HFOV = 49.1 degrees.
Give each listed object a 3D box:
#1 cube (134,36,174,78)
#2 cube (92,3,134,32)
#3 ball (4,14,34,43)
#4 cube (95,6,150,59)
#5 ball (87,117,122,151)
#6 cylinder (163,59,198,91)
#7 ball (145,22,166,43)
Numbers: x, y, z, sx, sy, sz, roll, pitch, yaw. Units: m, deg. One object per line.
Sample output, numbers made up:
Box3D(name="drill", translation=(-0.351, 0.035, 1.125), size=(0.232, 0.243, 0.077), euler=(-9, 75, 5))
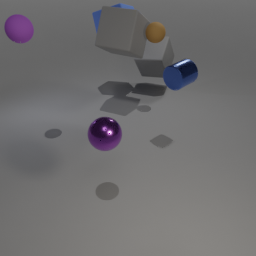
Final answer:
Box3D(name="cube", translation=(1.297, -3.414, 13.529), size=(1.400, 1.400, 1.400), euler=(9, 68, 25))
Box3D(name="cube", translation=(-0.494, -4.462, 12.238), size=(1.400, 1.400, 1.400), euler=(-6, 14, 26))
Box3D(name="ball", translation=(-2.769, -2.519, 7.135), size=(0.700, 0.700, 0.700), euler=(0, 29, 0))
Box3D(name="cube", translation=(-0.171, -3.452, 10.228), size=(1.400, 1.400, 1.400), euler=(16, 9, 21))
Box3D(name="ball", translation=(-0.468, 0.120, 5.676), size=(0.700, 0.700, 0.700), euler=(0, 29, 0))
Box3D(name="cylinder", translation=(1.448, -1.474, 7.730), size=(0.700, 0.700, 0.700), euler=(-29, 40, -32))
Box3D(name="ball", translation=(0.952, -3.302, 9.695), size=(0.700, 0.700, 0.700), euler=(0, 29, 0))
